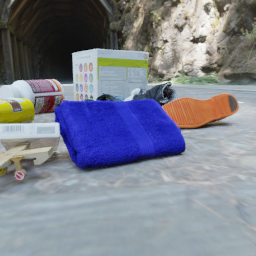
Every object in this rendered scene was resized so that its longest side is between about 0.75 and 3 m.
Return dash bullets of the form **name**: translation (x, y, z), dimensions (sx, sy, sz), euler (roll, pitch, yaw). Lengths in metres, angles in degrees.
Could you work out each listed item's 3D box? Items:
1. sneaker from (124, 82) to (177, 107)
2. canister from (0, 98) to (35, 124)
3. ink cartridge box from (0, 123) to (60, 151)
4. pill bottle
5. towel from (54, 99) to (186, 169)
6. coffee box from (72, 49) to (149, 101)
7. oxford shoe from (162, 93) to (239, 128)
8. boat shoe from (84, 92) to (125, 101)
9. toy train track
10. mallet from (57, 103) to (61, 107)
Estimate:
- **sneaker**: translation (0.950, -0.989, 10.043), dimensions (1.672, 1.109, 2.938), euler (-17, 12, 17)
- **canister**: translation (-4.147, -0.404, 8.389), dimensions (1.663, 0.969, 2.239), euler (4, 10, 20)
- **ink cartridge box**: translation (-1.858, 0.222, 5.404), dimensions (1.019, 0.317, 1.266), euler (-2, -14, -17)
- **pill bottle**: translation (-4.087, -1.343, 12.003), dimensions (1.430, 1.430, 2.531), euler (7, 13, 34)
- **towel**: translation (-0.148, -0.040, 5.762), dimensions (2.401, 0.595, 1.773), euler (-7, 39, -29)
- **coffee box**: translation (-0.884, -2.261, 13.430), dimensions (2.692, 2.662, 2.687), euler (-6, 12, -32)
- **oxford shoe**: translation (2.186, -0.406, 9.161), dimensions (2.836, 1.011, 1.034), euler (-7, -17, -17)
- **boat shoe**: translation (-0.621, -0.715, 9.773), dimensions (1.246, 1.016, 2.961), euler (3, 11, 14)
- **toy train track**: translation (-2.355, 0.657, 4.463), dimensions (2.326, 0.378, 1.334), euler (-7, 11, 1)
- **mallet**: translation (-2.143, -0.766, 11.940), dimensions (2.105, 0.433, 0.693), euler (15, 19, 39)
